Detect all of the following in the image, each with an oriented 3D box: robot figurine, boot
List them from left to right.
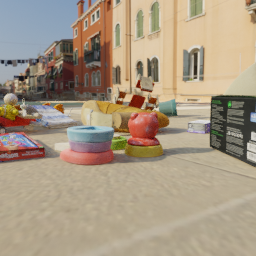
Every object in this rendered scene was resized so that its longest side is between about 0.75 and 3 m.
[{"bbox_3d":[-4.457,-0.670,12.554,2.107,0.846,2.907,7,10,40],"label":"robot figurine"},{"bbox_3d":[-0.170,-0.336,10.007,2.138,1.051,2.986,2,8,-38],"label":"boot"}]

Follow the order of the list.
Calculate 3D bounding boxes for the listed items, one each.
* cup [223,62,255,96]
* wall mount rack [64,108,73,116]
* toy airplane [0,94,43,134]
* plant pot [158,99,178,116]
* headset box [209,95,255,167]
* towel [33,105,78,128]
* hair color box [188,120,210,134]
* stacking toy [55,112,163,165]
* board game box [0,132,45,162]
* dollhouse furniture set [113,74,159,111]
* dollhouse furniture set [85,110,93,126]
[{"bbox_3d":[4.151,-0.816,9.522,1.678,2.347,2.347,-28,-12,38],"label":"cup"},{"bbox_3d":[-3.751,-0.861,15.444,1.479,0.551,1.285,-6,9,-37],"label":"wall mount rack"},{"bbox_3d":[-3.737,-0.486,9.288,1.838,1.297,1.830,-2,6,-13],"label":"toy airplane"},{"bbox_3d":[2.323,-1.162,16.382,1.029,1.051,1.051,-6,6,11],"label":"plant pot"},{"bbox_3d":[3.426,-0.036,5.676,2.744,1.273,2.389,-1,7,-6],"label":"headset box"},{"bbox_3d":[-3.144,-0.508,11.261,2.051,0.244,1.507,29,22,36],"label":"towel"},{"bbox_3d":[2.548,-0.054,9.623,0.616,0.365,1.127,6,7,35],"label":"hair color box"},{"bbox_3d":[-0.506,0.095,6.129,2.146,0.907,1.943,-4,9,-35],"label":"stacking toy"},{"bbox_3d":[-2.872,0.393,6.448,1.304,0.246,2.532,-5,9,-30],"label":"board game box"},{"bbox_3d":[0.553,-1.547,14.616,2.317,2.292,1.194,10,45,-14],"label":"dollhouse furniture set"},{"bbox_3d":[-1.470,-0.170,8.649,0.914,0.819,1.154,-5,8,-33],"label":"dollhouse furniture set"}]
